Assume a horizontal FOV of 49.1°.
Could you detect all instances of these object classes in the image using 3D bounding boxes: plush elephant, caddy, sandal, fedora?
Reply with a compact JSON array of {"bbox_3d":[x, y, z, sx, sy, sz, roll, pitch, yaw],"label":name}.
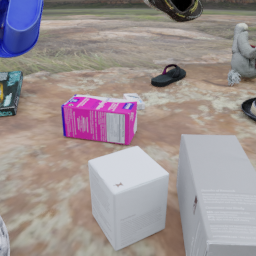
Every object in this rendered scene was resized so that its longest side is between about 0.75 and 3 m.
[{"bbox_3d":[4.919,-2.589,10.404,1.924,2.047,2.485,3,54,36],"label":"plush elephant"},{"bbox_3d":[-3.472,-3.460,7.824,2.103,2.975,1.561,9,-18,-21],"label":"caddy"},{"bbox_3d":[1.692,-2.163,11.050,0.833,0.530,2.215,17,32,29],"label":"sandal"},{"bbox_3d":[4.531,-0.895,7.942,2.485,1.135,2.485,0,27,0],"label":"fedora"}]

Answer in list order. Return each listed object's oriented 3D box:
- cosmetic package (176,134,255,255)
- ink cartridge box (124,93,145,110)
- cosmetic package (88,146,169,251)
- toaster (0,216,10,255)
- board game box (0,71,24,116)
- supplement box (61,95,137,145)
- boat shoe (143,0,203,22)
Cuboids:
[{"bbox_3d":[1.279,1.122,3.969,1.033,1.223,2.290,1,26,1],"label":"cosmetic package"},{"bbox_3d":[-0.010,-0.817,8.804,0.838,0.213,0.951,-6,28,-14],"label":"ink cartridge box"},{"bbox_3d":[-0.010,1.030,4.273,0.898,1.079,0.903,-14,31,-25],"label":"cosmetic package"},{"bbox_3d":[-2.545,1.205,2.981,1.816,1.597,2.811,-20,52,-42],"label":"toaster"},{"bbox_3d":[-4.192,-1.099,8.749,1.569,0.327,2.320,-5,39,-10],"label":"board game box"},{"bbox_3d":[-0.678,-0.229,6.956,1.705,0.881,0.863,8,27,11],"label":"supplement box"},{"bbox_3d":[1.330,-3.164,7.073,0.687,0.814,2.283,21,19,41],"label":"boat shoe"}]
